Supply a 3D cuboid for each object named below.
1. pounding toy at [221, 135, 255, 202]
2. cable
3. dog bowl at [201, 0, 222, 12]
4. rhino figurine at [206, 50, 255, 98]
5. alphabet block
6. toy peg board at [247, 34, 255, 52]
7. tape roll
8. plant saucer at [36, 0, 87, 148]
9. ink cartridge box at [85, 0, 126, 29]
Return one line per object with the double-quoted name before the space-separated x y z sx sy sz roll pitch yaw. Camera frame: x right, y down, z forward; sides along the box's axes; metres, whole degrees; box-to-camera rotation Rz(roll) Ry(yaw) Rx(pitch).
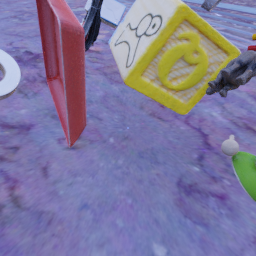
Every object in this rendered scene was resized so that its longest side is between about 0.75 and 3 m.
"pounding toy" 1.734 0.481 3.739 0.759 0.456 0.983 -19 76 -56
"cable" -1.016 -3.010 7.236 0.635 2.521 1.225 24 49 3
"dog bowl" 2.551 -3.761 8.016 0.288 0.982 0.982 46 43 0
"rhino figurine" 1.669 -0.811 4.580 0.625 1.430 0.428 -40 88 -10
"alphabet block" 0.804 -1.582 5.570 1.685 1.676 1.716 22 31 -30
"toy peg board" 2.963 -1.769 6.029 1.103 1.099 0.540 0 8 -44
"tape roll" -3.182 -1.250 6.373 1.391 0.254 1.391 15 58 -24
"plant saucer" -1.128 -1.171 4.763 0.405 2.205 2.200 -11 45 -20
"ink cartridge box" -0.815 -4.253 10.253 1.245 0.717 2.150 23 12 -10
